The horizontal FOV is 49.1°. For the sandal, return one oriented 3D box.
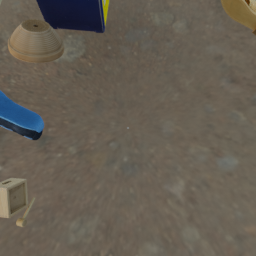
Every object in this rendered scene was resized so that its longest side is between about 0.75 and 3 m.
[{"bbox_3d":[2.121,-2.015,4.848,1.119,0.410,0.368,45,71,7],"label":"sandal"}]

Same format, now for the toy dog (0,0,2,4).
[{"bbox_3d":[-2.690,-2.720,5.390,0.594,0.852,0.826,46,44,15],"label":"toy dog"}]

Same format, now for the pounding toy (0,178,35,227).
[{"bbox_3d":[-2.024,1.340,4.974,0.385,0.740,0.843,1,97,17],"label":"pounding toy"}]

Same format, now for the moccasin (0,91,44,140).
[{"bbox_3d":[-2.024,-0.192,4.473,1.413,0.482,0.569,32,50,8],"label":"moccasin"}]

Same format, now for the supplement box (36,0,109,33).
[{"bbox_3d":[-1.189,-3.933,6.834,1.482,1.491,2.722,6,72,2],"label":"supplement box"}]

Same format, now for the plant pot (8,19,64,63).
[{"bbox_3d":[-1.671,-1.655,5.118,1.009,0.466,1.009,8,45,-8],"label":"plant pot"}]
